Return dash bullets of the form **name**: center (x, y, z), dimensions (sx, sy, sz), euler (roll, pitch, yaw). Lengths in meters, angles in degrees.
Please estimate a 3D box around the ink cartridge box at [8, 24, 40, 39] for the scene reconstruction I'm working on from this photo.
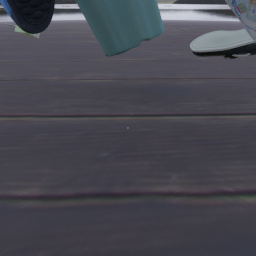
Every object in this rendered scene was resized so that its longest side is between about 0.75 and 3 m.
- **ink cartridge box**: center (-3.550, -3.251, 9.403), dimensions (0.921, 0.221, 0.670), euler (14, 6, 20)

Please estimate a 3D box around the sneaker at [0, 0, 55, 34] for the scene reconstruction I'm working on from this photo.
- **sneaker**: center (-1.161, -1.654, 2.425), dimensions (0.645, 1.646, 0.542), euler (17, 47, 41)

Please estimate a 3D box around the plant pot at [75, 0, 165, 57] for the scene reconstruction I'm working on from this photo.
- **plant pot**: center (-0.283, -3.569, 7.954), dimensions (2.576, 2.523, 2.576), euler (-21, 20, 8)

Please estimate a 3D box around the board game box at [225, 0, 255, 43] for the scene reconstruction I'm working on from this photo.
- **board game box**: center (2.056, -1.906, 4.021), dimensions (0.370, 1.698, 1.707), euler (-38, 7, 2)

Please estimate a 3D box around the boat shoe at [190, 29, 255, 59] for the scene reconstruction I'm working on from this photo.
- **boat shoe**: center (2.689, -2.052, 7.013), dimensions (2.195, 0.662, 0.830), euler (-6, 50, 13)
